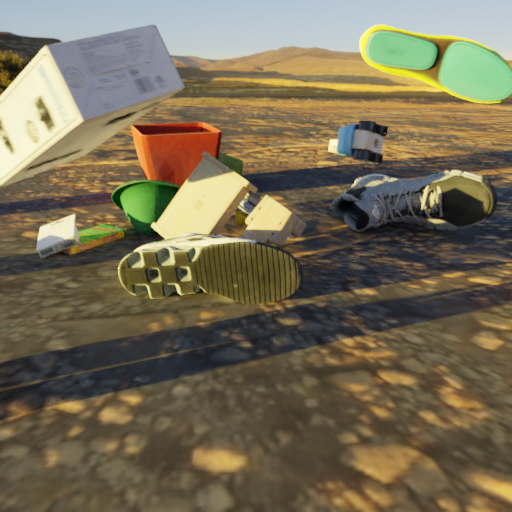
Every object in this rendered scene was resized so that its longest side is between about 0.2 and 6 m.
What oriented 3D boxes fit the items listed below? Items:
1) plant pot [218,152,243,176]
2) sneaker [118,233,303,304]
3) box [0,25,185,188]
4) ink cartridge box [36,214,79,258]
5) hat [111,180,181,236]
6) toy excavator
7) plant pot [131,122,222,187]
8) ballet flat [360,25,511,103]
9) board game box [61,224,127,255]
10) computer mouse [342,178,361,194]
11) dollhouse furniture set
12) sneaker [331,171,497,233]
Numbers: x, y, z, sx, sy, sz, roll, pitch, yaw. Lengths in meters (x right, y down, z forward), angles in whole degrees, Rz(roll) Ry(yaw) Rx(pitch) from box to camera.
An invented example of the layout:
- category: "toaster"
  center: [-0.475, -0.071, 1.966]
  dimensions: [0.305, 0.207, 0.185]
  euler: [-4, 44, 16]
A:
- category: "plant pot"
  center: [-0.838, -2.508, 15.892]
  dimensions: [0.864, 0.909, 0.909]
  euler: [9, 18, -14]
- category: "sneaker"
  center: [-0.602, 0.043, 8.511]
  dimensions: [2.697, 0.999, 1.194]
  euler: [4, 23, 9]
- category: "box"
  center: [-2.635, -2.004, 7.872]
  dimensions: [3.028, 0.910, 1.766]
  euler: [-15, 15, 48]
- category: "ink cartridge box"
  center: [-3.632, -0.371, 10.291]
  dimensions: [0.727, 0.225, 0.896]
  euler: [-21, 32, -3]
- category: "hat"
  center: [-2.060, -0.441, 11.039]
  dimensions: [1.583, 1.683, 1.912]
  euler: [-1, -19, -7]
- category: "toy excavator"
  center: [1.982, -2.382, 11.782]
  dimensions: [1.565, 0.782, 1.522]
  euler: [14, 9, 36]
- category: "plant pot"
  center: [-2.002, -2.358, 14.057]
  dimensions: [1.917, 1.690, 1.916]
  euler: [-6, 21, -18]
- category: "ballet flat"
  center: [2.389, -2.604, 7.464]
  dimensions: [2.100, 0.702, 0.704]
  euler: [16, 23, -2]
- category: "board game box"
  center: [-3.193, -0.347, 10.762]
  dimensions: [0.651, 0.204, 1.363]
  euler: [15, 28, 34]
- category: "computer mouse"
  center: [2.700, -1.683, 14.289]
  dimensions: [0.745, 0.298, 1.359]
  euler: [5, 26, 26]
- category: "dollhouse furniture set"
  center: [-0.207, -0.397, 10.423]
  dimensions: [2.353, 1.627, 2.493]
  euler: [38, 5, 27]
- category: "sneaker"
  center: [2.904, -0.904, 11.153]
  dimensions: [3.233, 1.213, 1.867]
  euler: [6, 23, 46]
